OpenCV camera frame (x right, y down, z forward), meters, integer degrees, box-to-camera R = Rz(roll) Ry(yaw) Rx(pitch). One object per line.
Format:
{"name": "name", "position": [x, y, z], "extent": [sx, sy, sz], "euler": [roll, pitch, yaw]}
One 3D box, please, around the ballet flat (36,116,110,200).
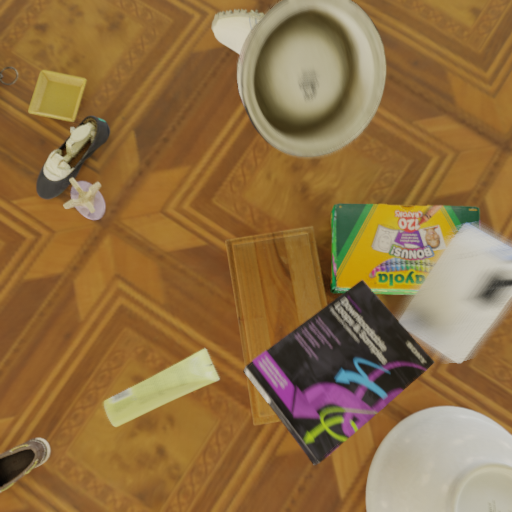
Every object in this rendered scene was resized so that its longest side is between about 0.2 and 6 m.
{"name": "ballet flat", "position": [-3.728, -2.014, 11.138], "extent": [0.734, 0.734, 2.009], "euler": [39, 82, 7]}

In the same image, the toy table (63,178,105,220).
{"name": "toy table", "position": [-3.385, -1.144, 11.060], "extent": [0.875, 0.512, 0.804], "euler": [43, 82, 6]}

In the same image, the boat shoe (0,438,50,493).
{"name": "boat shoe", "position": [-4.633, 3.921, 10.061], "extent": [1.835, 0.546, 0.659], "euler": [-30, 81, -5]}

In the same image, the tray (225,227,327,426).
{"name": "tray", "position": [0.519, 1.274, 10.541], "extent": [1.695, 0.636, 3.437], "euler": [-9, 78, -2]}

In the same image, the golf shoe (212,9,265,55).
{"name": "golf shoe", "position": [0.339, -3.845, 11.294], "extent": [3.050, 1.194, 1.483], "euler": [25, 86, 6]}

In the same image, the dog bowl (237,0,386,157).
{"name": "dog bowl", "position": [0.700, -2.563, 7.969], "extent": [2.165, 0.798, 2.165], "euler": [-7, 114, -17]}

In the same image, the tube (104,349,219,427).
{"name": "tube", "position": [-1.505, 2.131, 8.946], "extent": [1.792, 0.465, 0.520], "euler": [-26, 87, -8]}

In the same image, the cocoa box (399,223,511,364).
{"name": "cocoa box", "position": [3.265, 0.554, 8.829], "extent": [1.152, 1.133, 1.727], "euler": [33, 118, 16]}

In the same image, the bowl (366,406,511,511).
{"name": "bowl", "position": [3.634, 4.206, 9.286], "extent": [3.329, 1.496, 3.329], "euler": [2, 75, -7]}

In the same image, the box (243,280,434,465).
{"name": "box", "position": [1.224, 1.624, 8.200], "extent": [2.316, 0.418, 1.656], "euler": [-34, 74, -20]}

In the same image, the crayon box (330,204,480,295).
{"name": "crayon box", "position": [2.809, -0.094, 10.697], "extent": [2.741, 0.798, 1.628], "euler": [1, 79, 0]}

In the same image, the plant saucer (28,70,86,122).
{"name": "plant saucer", "position": [-4.081, -3.267, 11.606], "extent": [0.991, 0.240, 0.991], "euler": [12, 79, 2]}

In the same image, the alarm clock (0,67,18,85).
{"name": "alarm clock", "position": [-5.826, -3.615, 11.470], "extent": [1.921, 0.639, 1.296], "euler": [-4, 79, 1]}
